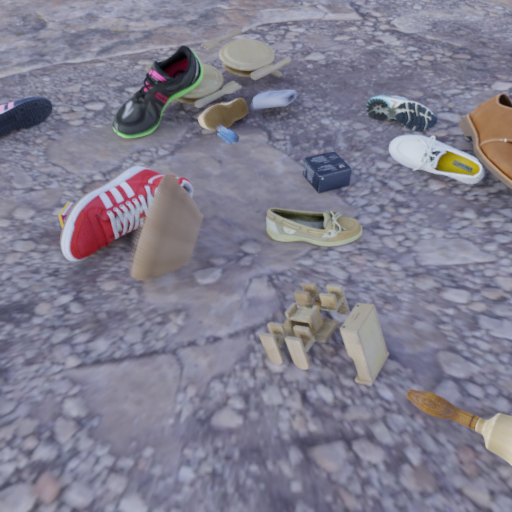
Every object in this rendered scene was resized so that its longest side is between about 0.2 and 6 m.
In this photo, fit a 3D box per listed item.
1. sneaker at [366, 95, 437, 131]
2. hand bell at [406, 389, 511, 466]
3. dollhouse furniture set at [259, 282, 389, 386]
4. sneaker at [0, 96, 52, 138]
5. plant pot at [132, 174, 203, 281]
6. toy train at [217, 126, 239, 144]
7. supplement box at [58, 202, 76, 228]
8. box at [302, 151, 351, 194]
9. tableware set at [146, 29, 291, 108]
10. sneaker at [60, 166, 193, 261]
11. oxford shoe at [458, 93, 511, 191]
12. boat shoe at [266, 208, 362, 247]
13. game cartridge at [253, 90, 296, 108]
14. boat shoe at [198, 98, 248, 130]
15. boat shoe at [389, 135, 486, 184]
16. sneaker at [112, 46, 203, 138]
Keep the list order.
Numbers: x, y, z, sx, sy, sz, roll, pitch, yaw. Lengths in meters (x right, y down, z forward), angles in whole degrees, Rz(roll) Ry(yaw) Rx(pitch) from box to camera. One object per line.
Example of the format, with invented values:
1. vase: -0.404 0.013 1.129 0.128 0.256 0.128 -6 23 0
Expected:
1. sneaker: 3.706 -3.686 13.958 1.795 0.697 0.775 26 45 26
2. hand bell: 2.854 2.192 7.462 1.798 0.936 0.936 19 44 36
3. dollhouse furniture set: 1.094 1.245 8.528 1.524 1.012 1.335 4 37 38
4. sneaker: -6.100 -3.454 13.625 2.173 0.762 0.891 -33 54 -32
5. plant pot: -1.436 -0.385 9.544 0.849 1.839 1.839 18 42 -8
6. toy train: -0.652 -2.801 12.989 0.304 0.532 0.230 2 65 45
7. supplement box: -3.421 -0.756 10.922 0.678 0.350 0.444 9 43 10
8. box: 1.505 -1.800 12.003 0.772 0.461 0.785 -15 44 -16
9. tableware set: -0.950 -4.935 15.273 3.463 0.694 2.289 -34 60 -27
10. sneaker: -2.236 -0.767 10.450 1.588 1.006 2.824 13 41 19
11. oxford shoe: 5.393 -2.327 11.717 1.288 1.287 3.612 25 37 -26
12. boat shoe: 1.104 -0.612 10.592 1.821 0.573 0.664 4 42 5
13. game cartridge: 0.441 -4.007 14.298 0.924 0.284 1.389 5 25 16
14. boat shoe: -0.882 -3.413 13.716 0.581 0.619 1.680 -7 19 41
15. boat shoe: 3.799 -2.081 11.914 2.110 0.779 0.899 27 10 20
16. sneaker: -2.483 -4.020 13.525 1.089 1.189 2.838 34 75 17
